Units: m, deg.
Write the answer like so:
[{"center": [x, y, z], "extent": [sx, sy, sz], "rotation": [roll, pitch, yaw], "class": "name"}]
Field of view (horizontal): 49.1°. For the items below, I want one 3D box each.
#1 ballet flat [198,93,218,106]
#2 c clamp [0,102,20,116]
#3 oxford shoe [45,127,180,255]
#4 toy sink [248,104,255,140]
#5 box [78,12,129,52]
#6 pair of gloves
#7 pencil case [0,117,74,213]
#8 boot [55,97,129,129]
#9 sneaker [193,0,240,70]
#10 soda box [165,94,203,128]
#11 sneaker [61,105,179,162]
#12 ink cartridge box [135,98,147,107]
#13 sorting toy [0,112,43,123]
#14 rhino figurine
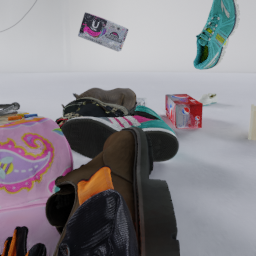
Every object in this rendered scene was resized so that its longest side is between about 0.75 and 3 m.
[{"center": [3.541, -1.309, 12.542], "extent": [0.536, 0.536, 1.543], "rotation": [13, 19, 43], "class": "ballet flat"}, {"center": [-4.714, -0.598, 10.155], "extent": [2.131, 0.338, 2.495], "rotation": [-6, 15, -3], "class": "c clamp"}, {"center": [-0.288, 0.644, 3.310], "extent": [1.251, 1.077, 2.964], "rotation": [-2, 14, -2], "class": "oxford shoe"}, {"center": [3.520, -0.164, 7.298], "extent": [0.648, 0.754, 1.156], "rotation": [6, 14, 23], "class": "toy sink"}, {"center": [-0.578, -2.322, 6.789], "extent": [1.038, 0.595, 0.686], "rotation": [20, 18, -2], "class": "box"}, {"center": [-0.534, 0.984, 1.990], "extent": [1.371, 0.169, 1.221], "rotation": [-35, 32, 9], "class": "pair of gloves"}, {"center": [-2.146, 0.640, 3.111], "extent": [2.969, 1.298, 1.298], "rotation": [-11, 17, -35], "class": "pencil case"}, {"center": [-1.338, -0.241, 7.368], "extent": [2.404, 0.868, 1.815], "rotation": [10, 18, 35], "class": "boot"}, {"center": [3.012, -3.301, 9.814], "extent": [1.131, 2.840, 1.101], "rotation": [-21, 45, -28], "class": "sneaker"}, {"center": [1.751, -0.608, 9.115], "extent": [0.820, 0.743, 2.342], "rotation": [-1, 14, 1], "class": "soda box"}, {"center": [-0.145, 0.024, 5.959], "extent": [2.311, 0.966, 1.396], "rotation": [8, 19, 0], "class": "sneaker"}, {"center": [0.118, -0.775, 10.226], "extent": [0.958, 0.545, 1.315], "rotation": [3, 14, 14], "class": "ink cartridge box"}, {"center": [-3.709, -0.307, 8.926], "extent": [1.723, 0.254, 1.274], "rotation": [-12, 18, -42], "class": "sorting toy"}, {"center": [-0.876, -0.751, 8.988], "extent": [2.489, 1.088, 0.744], "rotation": [0, 13, -2], "class": "rhino figurine"}]
